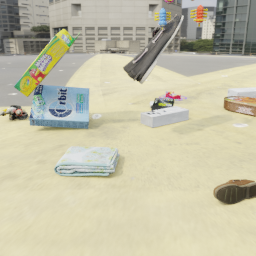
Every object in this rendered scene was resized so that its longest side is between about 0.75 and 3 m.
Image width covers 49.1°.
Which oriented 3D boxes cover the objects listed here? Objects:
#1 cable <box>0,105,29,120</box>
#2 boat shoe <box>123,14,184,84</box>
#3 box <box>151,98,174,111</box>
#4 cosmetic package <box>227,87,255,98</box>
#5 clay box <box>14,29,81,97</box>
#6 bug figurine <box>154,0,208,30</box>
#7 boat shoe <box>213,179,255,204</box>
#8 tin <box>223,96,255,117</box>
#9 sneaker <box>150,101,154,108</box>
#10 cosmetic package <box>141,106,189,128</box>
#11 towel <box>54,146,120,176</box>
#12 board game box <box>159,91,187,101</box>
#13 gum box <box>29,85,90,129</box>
[{"bbox_3d":[-4.803,-0.807,12.171,1.063,0.551,2.188,-2,20,-10],"label":"cable"},{"bbox_3d":[0.816,-2.620,8.605,0.780,2.739,0.916,33,-15,-7],"label":"boat shoe"},{"bbox_3d":[1.604,-1.019,12.832,0.928,0.220,0.896,7,43,17],"label":"box"},{"bbox_3d":[6.259,-1.696,14.624,1.843,0.657,0.935,-4,19,-10],"label":"cosmetic package"},{"bbox_3d":[-2.758,-2.434,9.786,0.642,2.699,1.551,39,18,-20],"label":"clay box"},{"bbox_3d":[1.512,-3.478,7.989,1.551,1.203,0.399,-3,17,7],"label":"bug figurine"},{"bbox_3d":[2.314,1.359,6.120,1.226,0.441,0.417,2,12,-23],"label":"boat shoe"},{"bbox_3d":[5.693,-0.969,12.734,1.558,0.583,2.783,-10,21,-39],"label":"tin"},{"bbox_3d":[1.461,-1.198,13.417,0.917,0.357,0.456,-3,50,-13],"label":"sneaker"},{"bbox_3d":[1.506,-0.481,11.338,1.922,0.487,0.793,-12,23,-32],"label":"cosmetic package"},{"bbox_3d":[-1.039,0.882,7.557,1.548,0.373,1.325,2,16,6],"label":"towel"},{"bbox_3d":[2.495,-1.828,15.574,1.568,0.305,1.239,7,20,20],"label":"board game box"},{"bbox_3d":[-2.559,-0.839,10.747,2.116,0.471,1.798,3,51,-11],"label":"gum box"}]
